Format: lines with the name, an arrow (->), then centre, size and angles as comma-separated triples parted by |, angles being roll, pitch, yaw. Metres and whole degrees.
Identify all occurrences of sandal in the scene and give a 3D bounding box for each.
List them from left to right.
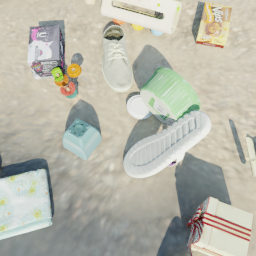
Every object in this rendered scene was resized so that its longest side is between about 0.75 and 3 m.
sandal -> 0.999, 0.557, 7.034 | 2.577, 0.633, 1.049 | -33, 47, 25

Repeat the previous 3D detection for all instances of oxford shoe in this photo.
oxford shoe -> -0.389, -2.310, 9.062 | 0.976, 0.750, 2.596 | -4, 63, -6

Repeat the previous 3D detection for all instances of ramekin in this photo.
ramekin -> 1.066, -0.759, 7.480 | 0.783, 1.602, 1.602 | -44, 69, -11

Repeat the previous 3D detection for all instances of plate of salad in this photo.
plate of salad -> 0.363, -0.617, 8.419 | 0.818, 0.196, 0.818 | 3, 67, -8

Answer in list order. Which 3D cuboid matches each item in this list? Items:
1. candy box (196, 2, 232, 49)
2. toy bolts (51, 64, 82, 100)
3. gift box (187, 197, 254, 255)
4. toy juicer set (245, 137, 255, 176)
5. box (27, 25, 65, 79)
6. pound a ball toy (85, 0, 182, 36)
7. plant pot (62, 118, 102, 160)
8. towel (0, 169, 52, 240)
candy box -> 3.068, -3.669, 9.964 | 0.993, 0.476, 1.720 | 14, 62, 8
toy bolts -> -1.715, -1.343, 8.490 | 0.951, 0.690, 0.995 | -23, 69, 1
gift box -> 1.944, 2.336, 6.205 | 1.181, 1.167, 1.265 | 21, 57, 9
toy juicer set -> 3.779, 1.063, 7.334 | 1.822, 0.496, 1.159 | 18, 72, -1
box -> -2.624, -2.473, 9.058 | 1.017, 0.883, 1.539 | -5, 61, -3
pound a ball toy -> 0.131, -3.986, 9.516 | 2.981, 1.266, 1.944 | 19, 27, 10
plant pot -> -1.270, 0.210, 7.587 | 0.818, 0.833, 0.816 | 29, 64, 15
towel -> -2.800, 1.875, 6.890 | 1.725, 0.415, 1.476 | -13, 62, -8
